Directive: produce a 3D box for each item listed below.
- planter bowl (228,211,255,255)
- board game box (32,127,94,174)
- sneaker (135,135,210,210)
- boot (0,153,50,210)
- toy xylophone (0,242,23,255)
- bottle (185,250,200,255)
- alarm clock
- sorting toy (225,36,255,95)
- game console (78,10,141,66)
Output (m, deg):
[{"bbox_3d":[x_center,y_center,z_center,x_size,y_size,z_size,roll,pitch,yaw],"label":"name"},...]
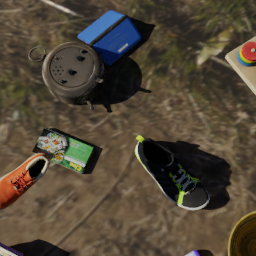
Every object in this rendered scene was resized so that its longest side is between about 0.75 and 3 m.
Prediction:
[{"bbox_3d":[3.597,3.286,7.438,2.156,0.898,2.156,0,74,0],"label":"planter bowl"},{"bbox_3d":[-1.976,0.681,8.557,1.684,0.198,0.882,23,73,6],"label":"board game box"},{"bbox_3d":[1.169,1.279,7.888,2.714,1.124,0.973,41,78,11],"label":"sneaker"},{"bbox_3d":[-2.251,1.107,5.821,1.526,0.818,0.573,-47,104,-19],"label":"boot"},{"bbox_3d":[-3.823,4.281,7.274,1.918,0.658,2.619,15,74,5],"label":"toy xylophone"},{"bbox_3d":[1.598,3.680,7.650,0.821,0.268,0.343,-26,76,-7],"label":"bottle"},{"bbox_3d":[-1.965,-1.904,8.950,2.863,0.953,1.931,26,76,10],"label":"alarm clock"},{"bbox_3d":[4.586,-2.214,9.121,1.908,0.668,1.919,-32,77,-9],"label":"sorting toy"},{"bbox_3d":[-0.632,-3.128,9.659,1.645,0.973,1.404,-42,109,-10],"label":"game console"}]
